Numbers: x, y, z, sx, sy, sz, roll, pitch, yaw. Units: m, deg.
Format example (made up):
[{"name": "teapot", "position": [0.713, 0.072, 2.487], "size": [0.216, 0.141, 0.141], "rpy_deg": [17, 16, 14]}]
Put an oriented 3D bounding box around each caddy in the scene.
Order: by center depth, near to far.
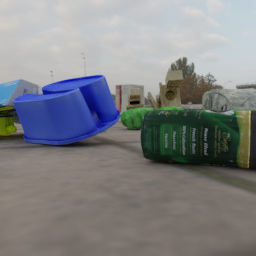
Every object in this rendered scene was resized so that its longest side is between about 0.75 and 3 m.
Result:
[{"name": "caddy", "position": [-1.382, -0.310, 6.431], "size": [2.537, 1.332, 1.793], "rpy_deg": [2, 26, 39]}]

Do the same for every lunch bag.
[{"name": "lunch bag", "position": [3.725, -0.621, 9.396], "size": [2.119, 1.477, 1.778], "rpy_deg": [-1, 3, -12]}]

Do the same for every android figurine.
[{"name": "android figurine", "position": [-4.056, 0.011, 7.177], "size": [2.583, 0.530, 2.352], "rpy_deg": [1, 4, 23]}]

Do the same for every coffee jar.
[{"name": "coffee jar", "position": [1.104, 0.120, 3.865], "size": [1.731, 0.738, 0.903], "rpy_deg": [2, 6, 24]}]

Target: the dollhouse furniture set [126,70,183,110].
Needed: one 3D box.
[{"name": "dollhouse furniture set", "position": [1.159, -1.259, 13.111], "size": [2.496, 1.569, 2.822], "rpy_deg": [-5, -15, -1]}]

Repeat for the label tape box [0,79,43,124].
[{"name": "label tape box", "position": [-3.127, -0.715, 7.646], "size": [1.885, 0.870, 2.631], "rpy_deg": [-3, -14, 34]}]

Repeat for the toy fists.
[{"name": "toy fists", "position": [1.005, -0.369, 10.601], "size": [2.572, 0.885, 1.311], "rpy_deg": [-3, -3, -17]}]

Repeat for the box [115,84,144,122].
[{"name": "box", "position": [0.124, -1.484, 16.767], "size": [1.203, 2.209, 1.412], "rpy_deg": [3, 5, 40]}]

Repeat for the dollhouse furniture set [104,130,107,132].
[{"name": "dollhouse furniture set", "position": [-1.576, -0.317, 8.847], "size": [1.686, 1.336, 1.197], "rpy_deg": [4, 20, 9]}]
